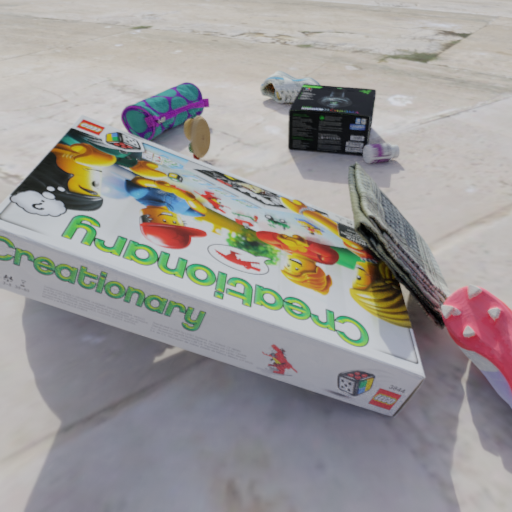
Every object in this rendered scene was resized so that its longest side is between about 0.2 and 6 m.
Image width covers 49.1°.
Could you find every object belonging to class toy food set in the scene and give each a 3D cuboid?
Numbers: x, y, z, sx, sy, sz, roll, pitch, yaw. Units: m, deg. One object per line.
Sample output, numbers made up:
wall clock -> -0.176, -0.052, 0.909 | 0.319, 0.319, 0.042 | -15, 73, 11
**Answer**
toy food set -> -1.226, -2.503, 11.883 | 0.223, 0.906, 0.916 | 3, 27, 19

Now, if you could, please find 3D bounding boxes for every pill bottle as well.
pill bottle -> 2.704, -2.223, 12.081 | 0.711, 0.399, 0.399 | -7, 34, -12

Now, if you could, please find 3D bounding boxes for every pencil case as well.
pencil case -> -2.160, -3.451, 13.435 | 1.029, 0.948, 2.228 | 11, 34, 28

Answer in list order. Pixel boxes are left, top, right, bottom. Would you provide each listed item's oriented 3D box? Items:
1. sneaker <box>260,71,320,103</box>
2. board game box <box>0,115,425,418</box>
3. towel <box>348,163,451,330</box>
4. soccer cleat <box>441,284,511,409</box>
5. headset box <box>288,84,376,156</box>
sneaker -> 0.985, -4.440, 15.236 | 1.964, 0.752, 0.793 | 27, 55, 38
board game box -> -0.423, -0.036, 6.928 | 4.729, 0.818, 2.985 | 20, 33, -10
towel -> 2.006, -0.233, 7.791 | 0.364, 2.031, 2.109 | -34, 21, 23
soccer cleat -> 3.060, 1.428, 6.230 | 0.898, 1.029, 2.691 | -41, 49, 13
headset box -> 1.810, -3.234, 13.089 | 1.811, 0.965, 2.079 | 8, 34, 12
